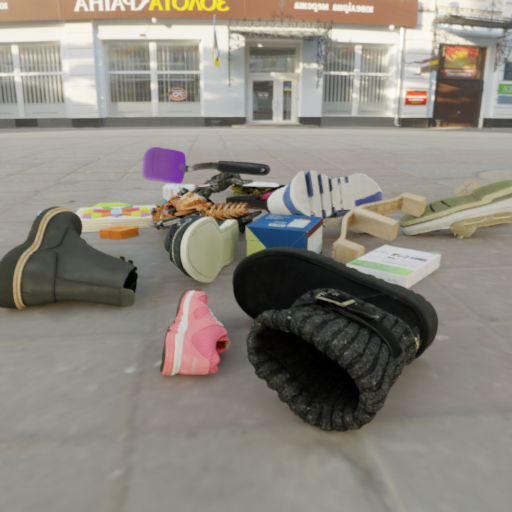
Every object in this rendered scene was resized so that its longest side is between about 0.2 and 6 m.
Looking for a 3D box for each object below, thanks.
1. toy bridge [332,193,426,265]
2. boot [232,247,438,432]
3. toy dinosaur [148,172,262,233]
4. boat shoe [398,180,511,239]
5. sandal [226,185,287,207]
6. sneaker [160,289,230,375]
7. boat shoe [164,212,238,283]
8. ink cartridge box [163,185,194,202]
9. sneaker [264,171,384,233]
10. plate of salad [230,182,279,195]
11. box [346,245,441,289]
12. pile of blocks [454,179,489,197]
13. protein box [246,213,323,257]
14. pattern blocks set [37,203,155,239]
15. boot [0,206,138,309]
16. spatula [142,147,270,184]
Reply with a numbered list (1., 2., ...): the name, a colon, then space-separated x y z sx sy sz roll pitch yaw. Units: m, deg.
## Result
1. toy bridge: 2.497 -0.699 11.945 1.063 0.430 3.162 23 38 32
2. boot: 0.459 0.799 6.824 3.117 1.173 2.330 12 21 34
3. toy dinosaur: -1.142 -0.916 12.513 2.177 1.638 3.207 -23 36 -33
4. boat shoe: 4.718 -0.869 12.902 2.721 0.931 1.017 -16 18 17
5. sandal: 0.550 -1.739 16.201 2.929 0.660 1.100 4 11 10
6. sneaker: -0.716 1.037 7.301 0.783 0.665 1.805 12 22 -1
7. boat shoe: -1.136 -0.238 10.240 1.031 1.162 3.110 4 12 11
8. ink cartridge box: -2.244 -1.737 16.366 0.857 0.629 0.626 1 16 0
9. sneaker: 1.409 -1.177 12.998 3.177 1.283 1.835 5 -10 -40
10. plate of salad: -0.024 -2.184 18.242 1.837 0.441 1.837 3 6 0
11. box: 2.590 0.184 10.507 1.188 0.299 1.645 12 19 36
12. pile of blocks: 6.053 -1.224 14.664 2.886 1.185 0.897 -3 -29 -42
13. protein box: 0.583 -0.286 11.082 1.239 0.842 1.248 6 17 19
14. pattern blocks set: -3.577 -0.997 14.408 3.897 0.316 3.425 -8 18 -26
15. boot: -2.908 0.083 9.760 2.081 1.165 3.008 4 30 -3
16. spatula: -1.033 -1.937 12.178 2.815 0.795 0.289 -1 35 -18
